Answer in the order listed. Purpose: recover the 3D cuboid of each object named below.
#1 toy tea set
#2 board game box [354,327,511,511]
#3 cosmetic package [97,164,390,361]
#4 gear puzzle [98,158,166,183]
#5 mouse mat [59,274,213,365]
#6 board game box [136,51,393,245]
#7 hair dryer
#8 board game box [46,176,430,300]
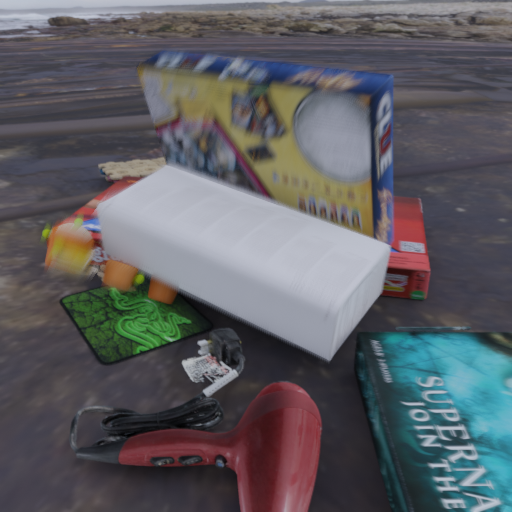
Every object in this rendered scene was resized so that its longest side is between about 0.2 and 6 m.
[{"bbox_3d":[-1.777,0.037,7.080,1.826,0.676,1.086,24,-11,-39],"label":"toy tea set"},{"bbox_3d":[2.466,1.915,4.117,2.841,0.591,4.201,0,26,0],"label":"board game box"},{"bbox_3d":[-0.226,-0.062,6.754,3.283,0.831,1.355,23,39,25],"label":"cosmetic package"},{"bbox_3d":[-2.080,-1.842,12.255,2.532,0.332,1.311,-11,26,-27],"label":"gear puzzle"},{"bbox_3d":[-1.577,0.727,7.189,1.458,0.068,1.812,-16,31,-30],"label":"mouse mat"},{"bbox_3d":[0.112,-1.370,7.465,3.440,2.330,0.595,19,48,31],"label":"board game box"},{"bbox_3d":[-0.356,1.699,4.808,1.923,0.686,2.525,-31,31,-21],"label":"hair dryer"},{"bbox_3d":[-0.137,-0.473,9.124,5.539,0.539,2.851,5,25,11],"label":"board game box"}]
